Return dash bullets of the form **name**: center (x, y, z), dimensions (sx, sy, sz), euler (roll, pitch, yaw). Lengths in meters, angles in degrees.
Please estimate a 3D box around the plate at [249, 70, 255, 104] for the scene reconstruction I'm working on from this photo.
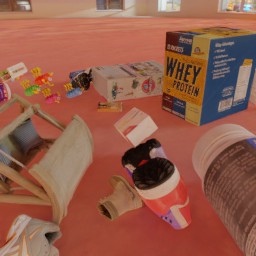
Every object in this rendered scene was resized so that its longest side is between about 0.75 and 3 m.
- **plate**: center (4.868, -2.206, 10.215), dimensions (2.590, 0.419, 2.585), euler (-45, 53, -4)

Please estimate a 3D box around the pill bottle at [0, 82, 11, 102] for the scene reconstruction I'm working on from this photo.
- **pill bottle**: center (-4.935, -1.225, 10.122), dimensions (1.198, 0.674, 0.674), euler (-22, 34, -37)

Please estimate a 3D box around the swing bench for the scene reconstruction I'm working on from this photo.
- **swing bench**: center (-1.787, 0.517, 5.326), dimensions (2.028, 1.315, 2.017), euler (18, 28, 0)

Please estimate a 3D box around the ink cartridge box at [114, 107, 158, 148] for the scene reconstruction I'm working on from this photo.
- **ink cartridge box**: center (0.116, -0.069, 6.545), dimensions (0.690, 0.400, 1.186), euler (-40, 23, -5)

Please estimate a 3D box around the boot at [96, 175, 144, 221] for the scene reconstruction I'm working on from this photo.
- **boot**: center (-0.279, 1.304, 5.332), dimensions (0.768, 0.358, 0.993), euler (-20, 33, -30)

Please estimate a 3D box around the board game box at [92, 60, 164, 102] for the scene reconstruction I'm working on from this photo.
- **board game box**: center (0.219, -1.966, 11.362), dimensions (2.907, 0.934, 2.145), euler (-11, 29, -18)

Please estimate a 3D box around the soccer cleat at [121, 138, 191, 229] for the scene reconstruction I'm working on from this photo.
- **soccer cleat**: center (0.520, 0.961, 5.630), dimensions (0.959, 1.029, 2.812), euler (-29, 12, -1)

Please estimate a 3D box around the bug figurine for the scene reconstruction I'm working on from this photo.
- **bug figurine**: center (-2.561, -1.288, 9.417), dimensions (1.577, 0.523, 2.034), euler (-17, -20, 30)

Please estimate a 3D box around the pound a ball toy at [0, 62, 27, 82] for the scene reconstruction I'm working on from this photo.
- **pound a ball toy**: center (-5.367, -2.520, 13.063), dimensions (0.935, 0.609, 1.434), euler (-18, 19, 22)

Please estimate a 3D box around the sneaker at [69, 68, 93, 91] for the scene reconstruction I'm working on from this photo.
- **sneaker**: center (-2.072, -1.982, 11.780), dimensions (0.905, 0.797, 2.029), euler (-8, 20, 12)

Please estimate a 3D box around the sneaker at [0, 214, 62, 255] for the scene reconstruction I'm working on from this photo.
- **sneaker**: center (-1.408, 1.880, 3.847), dimensions (0.800, 0.659, 1.740), euler (5, 27, 1)

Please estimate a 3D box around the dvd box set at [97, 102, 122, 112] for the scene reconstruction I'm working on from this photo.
- **dvd box set**: center (-0.621, -0.740, 9.758), dimensions (0.848, 0.125, 0.620), euler (0, 27, 0)

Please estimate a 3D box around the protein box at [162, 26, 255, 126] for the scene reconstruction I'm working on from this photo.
- **protein box**: center (2.657, -1.797, 9.106), dimensions (2.558, 2.577, 1.739), euler (-17, 31, -31)

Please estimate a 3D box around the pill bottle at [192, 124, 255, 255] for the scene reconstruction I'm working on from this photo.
- **pill bottle**: center (2.138, 1.066, 4.440), dimensions (1.550, 1.550, 2.725), euler (-5, 27, -10)
